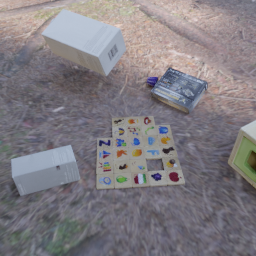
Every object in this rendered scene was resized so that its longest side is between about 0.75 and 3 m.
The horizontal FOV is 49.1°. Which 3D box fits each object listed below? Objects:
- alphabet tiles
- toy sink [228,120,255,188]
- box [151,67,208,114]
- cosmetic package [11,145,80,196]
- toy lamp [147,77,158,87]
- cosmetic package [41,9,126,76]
[{"bbox_3d":[0.242,0.589,8.291,2.326,0.105,2.783,-3,42,-3],"label":"alphabet tiles"},{"bbox_3d":[3.767,0.929,6.964,1.194,1.389,2.131,-23,48,-23],"label":"toy sink"},{"bbox_3d":[1.800,-1.354,9.876,1.586,0.383,1.256,28,73,28],"label":"box"},{"bbox_3d":[-2.113,1.083,7.211,1.552,0.829,0.700,-17,45,-15],"label":"cosmetic package"},{"bbox_3d":[1.450,-1.621,10.460,1.518,0.442,0.442,14,44,14],"label":"toy lamp"},{"bbox_3d":[-1.534,-3.027,9.792,2.567,1.089,1.381,28,73,24],"label":"cosmetic package"}]
